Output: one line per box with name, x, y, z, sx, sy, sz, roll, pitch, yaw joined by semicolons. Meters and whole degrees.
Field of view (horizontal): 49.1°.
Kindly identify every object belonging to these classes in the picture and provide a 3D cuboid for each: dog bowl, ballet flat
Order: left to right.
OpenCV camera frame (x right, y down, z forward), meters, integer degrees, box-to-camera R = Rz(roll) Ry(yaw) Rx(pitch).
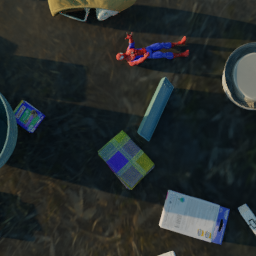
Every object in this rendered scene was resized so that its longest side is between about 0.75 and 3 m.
ballet flat;-1.121;-3.787;8.788;2.725;0.935;0.859;5;109;3
dog bowl;3.840;-1.484;8.445;2.075;0.608;2.075;0;82;0

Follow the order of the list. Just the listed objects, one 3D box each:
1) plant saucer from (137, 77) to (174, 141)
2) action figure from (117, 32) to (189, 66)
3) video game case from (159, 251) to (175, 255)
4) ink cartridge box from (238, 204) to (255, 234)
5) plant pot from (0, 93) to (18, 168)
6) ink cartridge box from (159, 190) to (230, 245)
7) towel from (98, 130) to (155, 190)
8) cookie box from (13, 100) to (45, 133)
plant saucer;0.815;-0.562;8.337;0.179;0.659;1.885;18;79;37
action figure;0.722;-2.398;8.386;2.201;1.090;0.718;-10;81;1
video game case;0.315;3.909;6.723;2.073;2.277;0.270;-21;92;2
ink cartridge box;3.477;2.597;7.856;0.277;0.474;0.816;-36;89;13
plant pot;-4.190;0.160;7.537;2.815;1.896;2.815;0;81;1
ink cartridge box;1.878;2.528;7.976;1.775;0.372;1.059;16;81;5
towel;-0.043;0.938;8.306;1.084;0.172;1.509;-41;84;-5
cookie box;-3.029;-0.346;8.431;0.782;0.294;0.669;35;85;5
